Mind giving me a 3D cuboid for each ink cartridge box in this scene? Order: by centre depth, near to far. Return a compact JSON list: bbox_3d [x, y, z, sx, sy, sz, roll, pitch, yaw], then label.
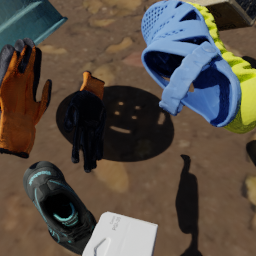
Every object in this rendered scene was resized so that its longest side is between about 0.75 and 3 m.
[{"bbox_3d":[-0.204,2.298,3.567,0.787,1.902,1.393,11,25,10],"label":"ink cartridge box"},{"bbox_3d":[2.016,-3.065,5.989,0.861,2.291,1.888,31,90,-26],"label":"ink cartridge box"}]

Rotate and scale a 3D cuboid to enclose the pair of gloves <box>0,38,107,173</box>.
[{"bbox_3d":[-1.185,-0.337,4.753,0.280,2.268,2.021,-18,62,35],"label":"pair of gloves"}]

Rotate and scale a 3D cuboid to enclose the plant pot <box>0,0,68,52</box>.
[{"bbox_3d":[-2.977,-2.593,5.870,2.451,2.400,2.451,-29,28,17],"label":"plant pot"}]

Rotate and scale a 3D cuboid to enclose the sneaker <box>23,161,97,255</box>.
[{"bbox_3d":[-0.921,1.404,4.217,0.733,1.944,0.770,-36,30,-16],"label":"sneaker"}]

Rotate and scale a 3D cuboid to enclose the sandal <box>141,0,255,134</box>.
[{"bbox_3d":[0.769,-1.121,4.262,1.276,1.165,2.931,-3,43,-22],"label":"sandal"}]
